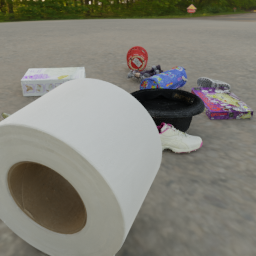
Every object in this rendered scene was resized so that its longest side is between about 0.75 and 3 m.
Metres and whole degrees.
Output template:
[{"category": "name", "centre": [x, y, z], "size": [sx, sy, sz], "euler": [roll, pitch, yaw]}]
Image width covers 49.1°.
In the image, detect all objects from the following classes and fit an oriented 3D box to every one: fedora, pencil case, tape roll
[{"category": "fedora", "centre": [1.220, -0.460, 9.857], "size": [2.810, 1.283, 2.810], "euler": [-1, 26, 0]}, {"category": "pencil case", "centre": [1.801, -2.134, 13.367], "size": [1.230, 1.105, 2.833], "euler": [15, 31, 36]}, {"category": "tape roll", "centre": [-1.028, 0.758, 5.446], "size": [2.995, 2.995, 2.056], "euler": [10, 32, 19]}]

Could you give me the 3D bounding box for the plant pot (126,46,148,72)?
[{"category": "plant pot", "centre": [0.547, -4.204, 17.290], "size": [1.373, 1.373, 1.250], "euler": [2, 35, 5]}]

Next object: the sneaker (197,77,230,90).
[{"category": "sneaker", "centre": [4.297, -2.144, 14.136], "size": [1.665, 0.622, 0.683], "euler": [20, 21, 17]}]

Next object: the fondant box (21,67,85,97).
[{"category": "fondant box", "centre": [-3.655, -2.386, 14.168], "size": [2.935, 0.855, 2.117], "euler": [-4, 27, -6]}]

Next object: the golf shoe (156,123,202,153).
[{"category": "golf shoe", "centre": [1.413, 0.290, 8.847], "size": [1.944, 0.890, 0.732], "euler": [1, 26, -2]}]

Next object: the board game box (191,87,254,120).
[{"category": "board game box", "centre": [3.980, -1.147, 12.243], "size": [1.751, 0.471, 2.917], "euler": [-5, 27, -2]}]

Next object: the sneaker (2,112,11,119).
[{"category": "sneaker", "centre": [-3.596, -0.382, 9.876], "size": [1.558, 0.690, 0.599], "euler": [17, 3, -21]}]

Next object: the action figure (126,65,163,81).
[{"category": "action figure", "centre": [0.900, -2.963, 15.553], "size": [2.083, 0.723, 1.355], "euler": [-9, 35, -9]}]
